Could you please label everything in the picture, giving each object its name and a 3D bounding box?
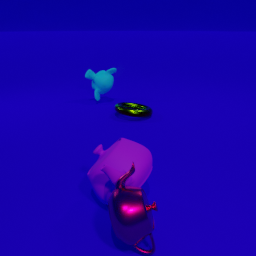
[{"bbox_3d":[0.078,0.967,3.336,0.540,1.103,0.686,-18,-5,6],"label":"teapot"},{"bbox_3d":[-0.175,0.586,4.151,0.823,1.045,1.680,44,0,-5],"label":"teapot"},{"bbox_3d":[0.166,-0.544,8.224,1.140,0.228,1.140,7,16,-2],"label":"ring"},{"bbox_3d":[-0.936,-1.568,9.289,0.737,1.223,0.880,36,8,41],"label":"monkey head"}]
